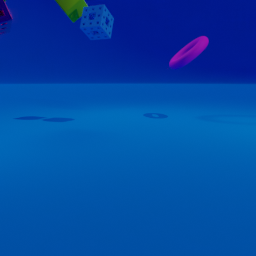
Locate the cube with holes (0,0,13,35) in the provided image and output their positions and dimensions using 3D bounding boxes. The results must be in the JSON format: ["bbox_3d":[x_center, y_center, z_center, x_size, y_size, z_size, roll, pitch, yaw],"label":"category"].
[{"bbox_3d":[-3.790,-2.961,6.997,1.218,1.218,1.218,-27,14,-22],"label":"cube with holes"}]

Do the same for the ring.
[{"bbox_3d":[2.261,-2.811,10.511,1.689,0.338,1.689,-39,14,12],"label":"ring"}]

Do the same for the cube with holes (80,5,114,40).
[{"bbox_3d":[-0.993,-3.394,9.055,0.744,0.744,0.744,3,-13,22],"label":"cube with holes"}]

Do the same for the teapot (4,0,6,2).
[{"bbox_3d":[-4.217,-4.153,8.877,0.741,0.584,1.192,6,35,-14],"label":"teapot"}]

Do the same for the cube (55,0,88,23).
[{"bbox_3d":[-1.862,-4.113,9.245,0.730,0.730,0.730,-39,-11,5],"label":"cube"}]
